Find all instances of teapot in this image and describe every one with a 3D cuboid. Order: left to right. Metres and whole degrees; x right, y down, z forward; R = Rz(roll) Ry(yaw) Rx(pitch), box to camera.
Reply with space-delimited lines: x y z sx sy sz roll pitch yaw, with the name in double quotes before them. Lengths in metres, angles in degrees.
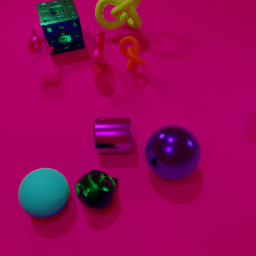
"teapot" -0.733 1.379 6.494 0.987 0.777 1.587 41 21 25

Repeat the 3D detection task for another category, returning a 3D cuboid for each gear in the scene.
"gear" -0.950 -2.320 8.812 0.258 1.396 1.396 6 55 -11

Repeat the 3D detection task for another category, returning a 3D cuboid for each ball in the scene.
"ball" -1.917 1.486 6.427 1.116 1.116 1.116 0 56 0
"ball" 1.092 0.603 6.881 1.360 1.360 1.360 0 56 0

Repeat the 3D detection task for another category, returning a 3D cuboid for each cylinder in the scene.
"cylinder" -0.392 0.184 7.441 0.950 0.950 0.950 -1 56 -1

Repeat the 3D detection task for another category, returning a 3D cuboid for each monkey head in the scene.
"monkey head" -2.731 -2.504 8.732 0.649 1.077 0.775 10 19 10

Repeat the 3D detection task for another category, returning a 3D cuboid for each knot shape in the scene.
"knot shape" -0.326 -4.058 9.847 1.636 1.748 0.808 -6 77 -4
"knot shape" 0.175 -2.306 8.957 0.508 1.099 1.029 -27 47 -13

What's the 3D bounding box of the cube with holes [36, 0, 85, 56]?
"cube with holes" -2.335 -3.541 9.774 1.252 1.252 1.252 -15 57 -9
